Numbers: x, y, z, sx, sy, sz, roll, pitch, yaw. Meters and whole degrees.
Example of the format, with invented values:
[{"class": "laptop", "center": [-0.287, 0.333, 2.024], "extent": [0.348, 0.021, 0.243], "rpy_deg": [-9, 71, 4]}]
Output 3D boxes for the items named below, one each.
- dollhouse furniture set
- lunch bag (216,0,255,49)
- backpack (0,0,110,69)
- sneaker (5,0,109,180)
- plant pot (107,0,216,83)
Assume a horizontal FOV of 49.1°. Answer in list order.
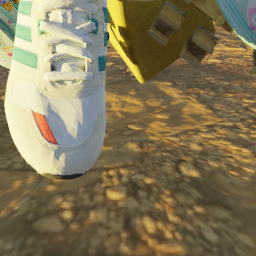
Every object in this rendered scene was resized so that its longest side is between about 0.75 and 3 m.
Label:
[{"class": "dollhouse furniture set", "center": [2.229, -2.459, 5.608], "extent": [2.717, 2.381, 1.805], "rpy_deg": [33, 47, -7]}, {"class": "lunch bag", "center": [1.892, -2.062, 3.053], "extent": [2.626, 2.106, 1.012], "rpy_deg": [-25, -8, -29]}, {"class": "backpack", "center": [-1.972, -2.032, 4.929], "extent": [2.333, 2.795, 1.769], "rpy_deg": [5, 65, 31]}, {"class": "sneaker", "center": [-0.461, -0.668, 1.843], "extent": [0.677, 0.899, 1.924], "rpy_deg": [2, 64, -12]}, {"class": "plant pot", "center": [0.433, -3.414, 7.558], "extent": [2.622, 2.682, 2.605], "rpy_deg": [-35, 60, 5]}]
